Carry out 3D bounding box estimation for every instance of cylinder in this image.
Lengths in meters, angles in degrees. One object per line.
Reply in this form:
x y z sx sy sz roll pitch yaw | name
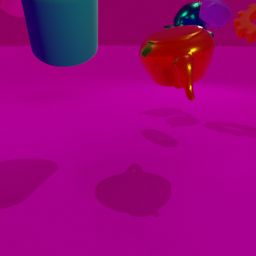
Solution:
-1.182 -1.982 5.026 1.271 1.271 1.271 3 51 -4 | cylinder
-3.410 -4.024 8.530 0.894 0.894 0.894 28 33 -20 | cylinder

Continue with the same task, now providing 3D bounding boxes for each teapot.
2.647 -3.447 8.613 0.995 0.783 1.600 36 19 22 | teapot
0.834 -1.108 4.684 1.241 0.977 1.995 -11 29 5 | teapot

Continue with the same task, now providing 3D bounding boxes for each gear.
3.842 -2.987 7.786 1.657 0.306 1.657 -14 46 15 | gear

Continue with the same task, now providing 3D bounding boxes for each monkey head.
2.236 -3.503 9.351 1.945 1.172 1.399 -34 44 4 | monkey head
